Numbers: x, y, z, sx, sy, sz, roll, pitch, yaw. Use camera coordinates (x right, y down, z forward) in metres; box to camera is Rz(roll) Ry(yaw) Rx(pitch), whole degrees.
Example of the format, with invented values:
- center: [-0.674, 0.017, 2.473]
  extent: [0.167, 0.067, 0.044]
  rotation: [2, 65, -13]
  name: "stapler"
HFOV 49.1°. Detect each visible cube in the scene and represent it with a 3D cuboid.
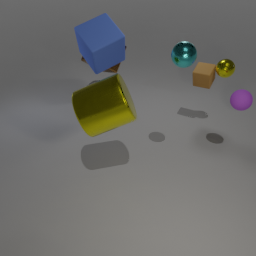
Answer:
- center: [3.004, -2.077, 11.057]
  extent: [0.700, 0.700, 0.700]
  rotation: [17, 56, 26]
  name: "cube"
- center: [-1.051, -3.243, 10.850]
  extent: [1.400, 1.400, 1.400]
  rotation: [-30, 69, -13]
  name: "cube"
- center: [-1.184, -3.621, 13.626]
  extent: [1.400, 1.400, 1.400]
  rotation: [21, 0, -37]
  name: "cube"

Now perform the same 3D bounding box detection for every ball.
- center: [1.523, -1.992, 7.625]
  extent: [0.700, 0.700, 0.700]
  rotation: [0, 32, 0]
  name: "ball"
- center: [3.727, -0.919, 9.215]
  extent: [0.700, 0.700, 0.700]
  rotation: [0, 32, 0]
  name: "ball"
- center: [3.649, -2.233, 10.492]
  extent: [0.700, 0.700, 0.700]
  rotation: [0, 32, 0]
  name: "ball"

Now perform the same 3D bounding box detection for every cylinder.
- center: [-0.636, -0.626, 7.865]
  extent: [1.400, 1.400, 1.400]
  rotation: [-21, 30, 9]
  name: "cylinder"
